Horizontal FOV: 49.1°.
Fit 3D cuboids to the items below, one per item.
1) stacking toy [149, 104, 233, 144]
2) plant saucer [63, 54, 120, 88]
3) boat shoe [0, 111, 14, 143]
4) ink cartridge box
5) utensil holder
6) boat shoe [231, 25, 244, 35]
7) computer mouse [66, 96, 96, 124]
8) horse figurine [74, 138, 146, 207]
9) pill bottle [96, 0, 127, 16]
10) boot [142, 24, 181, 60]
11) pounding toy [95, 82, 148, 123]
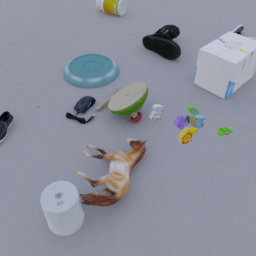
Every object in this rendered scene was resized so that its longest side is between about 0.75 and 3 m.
[{"bbox_3d":[1.361,-0.100,6.130,1.538,0.361,1.159,-2,30,-35],"label":"stacking toy"},{"bbox_3d":[-1.568,-2.541,11.935,2.417,0.331,2.417,0,46,0],"label":"plant saucer"},{"bbox_3d":[-4.238,-0.025,9.333,0.516,0.431,1.383,6,47,4],"label":"boat shoe"},{"bbox_3d":[4.017,-2.593,11.094,1.537,1.578,2.455,34,53,30],"label":"ink cartridge box"},{"bbox_3d":[-1.596,1.955,6.867,0.936,1.102,0.936,0,44,0],"label":"utensil holder"},{"bbox_3d":[5.462,-4.752,14.094,1.366,0.469,0.387,-38,62,-24],"label":"boat shoe"},{"bbox_3d":[-1.513,-0.732,10.114,0.978,0.321,1.393,24,50,23],"label":"computer mouse"},{"bbox_3d":[-0.520,1.230,7.824,1.827,0.688,2.756,12,38,1],"label":"horse figurine"},{"bbox_3d":[-0.981,-7.049,16.041,1.619,0.899,0.899,21,48,20],"label":"pill bottle"},{"bbox_3d":[1.968,-4.098,13.112,1.675,0.843,2.240,-33,53,-29],"label":"boot"},{"bbox_3d":[0.026,-0.800,9.972,1.975,0.917,1.525,6,49,49],"label":"pounding toy"}]
